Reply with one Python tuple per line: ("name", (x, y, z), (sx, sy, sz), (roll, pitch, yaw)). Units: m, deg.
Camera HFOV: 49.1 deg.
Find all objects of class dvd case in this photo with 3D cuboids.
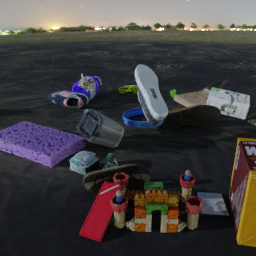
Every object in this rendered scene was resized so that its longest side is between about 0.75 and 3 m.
("dvd case", (2.009, 1.810, 6.658), (0.620, 0.076, 0.869), (2, 22, 5))

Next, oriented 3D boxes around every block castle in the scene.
("block castle", (0.601, 1.523, 6.262), (1.930, 0.906, 1.290), (1, 23, 2))

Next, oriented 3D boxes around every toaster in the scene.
("toaster", (-0.891, 0.045, 9.428), (1.097, 0.965, 1.699), (22, 5, -36))

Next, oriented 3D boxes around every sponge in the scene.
("sponge", (-3.102, 0.461, 9.492), (2.926, 0.436, 1.632), (13, 27, 27))

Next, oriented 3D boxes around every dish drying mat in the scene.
("dish drying mat", (-0.553, 1.750, 6.051), (0.507, 0.120, 1.319), (10, 49, 19))

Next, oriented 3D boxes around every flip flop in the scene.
("flip flop", (-0.279, 1.298, 7.286), (1.763, 0.715, 0.507), (-7, 8, -4))

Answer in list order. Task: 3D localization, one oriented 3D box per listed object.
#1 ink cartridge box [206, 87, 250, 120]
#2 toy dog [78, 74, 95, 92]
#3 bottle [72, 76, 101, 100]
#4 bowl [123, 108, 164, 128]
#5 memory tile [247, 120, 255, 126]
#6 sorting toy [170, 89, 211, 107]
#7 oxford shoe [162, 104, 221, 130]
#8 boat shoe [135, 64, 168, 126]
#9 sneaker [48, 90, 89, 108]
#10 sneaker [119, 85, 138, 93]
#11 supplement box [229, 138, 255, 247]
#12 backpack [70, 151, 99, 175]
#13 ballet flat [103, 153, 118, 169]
("ink cartridge box", (4.480, -1.131, 12.556), (1.742, 0.732, 1.267), (16, 32, 16))
("toy dog", (-1.699, -1.931, 11.637), (0.763, 0.557, 1.156), (38, -13, -23))
("bottle", (-2.120, -2.181, 15.032), (0.888, 1.136, 2.720), (1, 22, 12))
("bowl", (0.600, -0.390, 10.655), (1.597, 0.314, 1.597), (-2, 22, 1))
("memory tile", (5.511, -0.243, 11.687), (0.844, 0.071, 0.647), (-7, 23, -17))
("sorting toy", (3.462, -1.524, 14.350), (2.123, 0.423, 2.873), (-16, 30, -23))
("oxford shoe", (2.505, -0.549, 11.416), (2.559, 0.913, 0.912), (-5, 17, -9))
("boat shoe", (0.691, -1.164, 9.846), (0.851, 0.804, 2.371), (-3, 59, -30))
("sneaker", (-3.039, -1.390, 13.609), (2.150, 0.754, 0.882), (4, 23, 17))
("sneaker", (0.114, -2.296, 16.176), (1.282, 0.475, 0.536), (1, 26, 3))
("supplement box", (2.865, 1.298, 5.861), (1.094, 1.625, 1.647), (5, 23, 11))
("backpack", (-1.295, 0.995, 8.067), (0.766, 0.576, 0.680), (6, 22, 27))
("ballet flat", (-0.497, 1.120, 8.053), (0.440, 0.440, 1.186), (3, 24, 7))
